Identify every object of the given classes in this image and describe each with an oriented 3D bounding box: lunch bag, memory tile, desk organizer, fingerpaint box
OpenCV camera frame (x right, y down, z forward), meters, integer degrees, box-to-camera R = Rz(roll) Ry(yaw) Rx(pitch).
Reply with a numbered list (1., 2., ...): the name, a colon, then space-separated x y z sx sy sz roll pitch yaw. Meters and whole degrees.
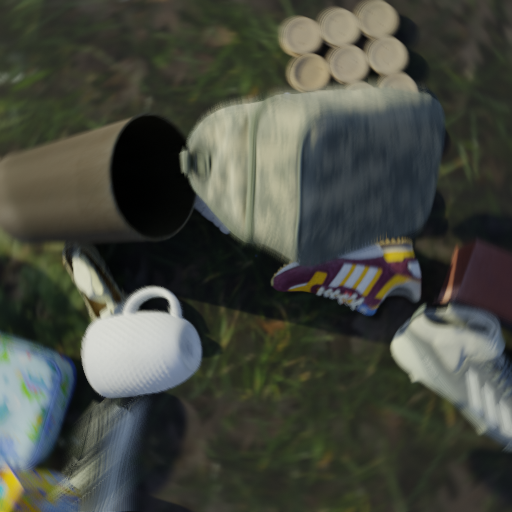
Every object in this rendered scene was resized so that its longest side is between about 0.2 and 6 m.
1. lunch bag: 0.818 -1.372 8.065 3.059 2.566 2.132 -18 122 -36
2. memory tile: 1.933 -3.426 11.168 2.394 0.262 3.124 -14 86 -1
3. desk organizer: 5.089 0.888 10.362 3.089 1.108 1.189 22 83 2
4. lunch bag: -4.883 2.569 10.181 2.718 1.121 2.185 15 84 1
5. fingerpaint box: -3.860 4.522 9.751 0.603 1.645 1.372 26 83 43

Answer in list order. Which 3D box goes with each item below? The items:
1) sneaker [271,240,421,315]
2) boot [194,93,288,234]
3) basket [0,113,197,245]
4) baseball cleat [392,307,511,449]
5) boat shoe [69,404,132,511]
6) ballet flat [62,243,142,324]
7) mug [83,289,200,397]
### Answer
1. sneaker: 1.701 0.535 10.408 2.778 1.041 1.251 -11 79 0
2. boot: -0.003 -1.707 10.728 2.789 1.026 1.333 -45 91 5
3. basket: -2.925 -1.149 9.702 2.974 2.682 2.023 -6 111 23
4. baseball cleat: 4.137 2.151 9.881 3.438 1.830 1.199 30 44 3
5. boat shoe: -1.931 2.571 6.612 0.505 0.560 1.585 27 55 -32
6. ballet flat: -2.868 0.795 10.431 0.859 0.953 2.532 -34 86 -3
7. mug: -1.441 1.116 7.512 1.262 1.062 1.439 -11 60 19
